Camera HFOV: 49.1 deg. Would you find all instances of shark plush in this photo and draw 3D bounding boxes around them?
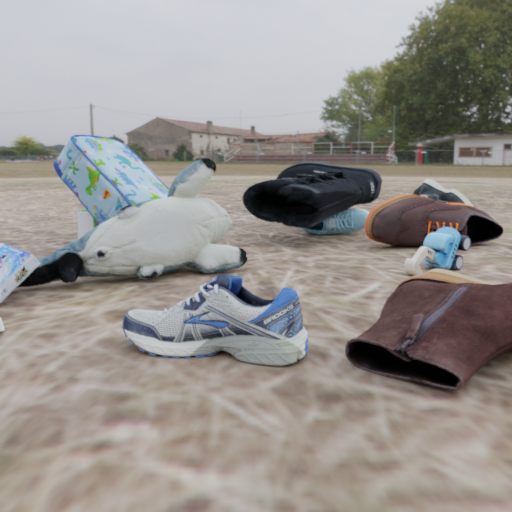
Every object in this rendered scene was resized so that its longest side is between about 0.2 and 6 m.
[{"bbox_3d":[-1.958,0.046,9.217,4.189,1.903,1.745,-33,8,-35],"label":"shark plush"}]

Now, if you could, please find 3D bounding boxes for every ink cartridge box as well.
[{"bbox_3d":[-3.362,-0.647,12.165,0.466,0.807,1.109,4,14,19],"label":"ink cartridge box"}]

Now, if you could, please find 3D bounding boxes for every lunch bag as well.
[{"bbox_3d":[-2.840,-1.422,11.908,2.516,1.037,2.022,46,24,12],"label":"lunch bag"}]

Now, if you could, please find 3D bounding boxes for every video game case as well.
[{"bbox_3d":[-3.508,0.249,7.599,0.926,0.210,0.839,13,56,39],"label":"video game case"}]

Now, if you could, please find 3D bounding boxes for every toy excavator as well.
[{"bbox_3d":[2.993,-0.059,9.472,1.129,1.098,0.564,28,-9,-39],"label":"toy excavator"}]

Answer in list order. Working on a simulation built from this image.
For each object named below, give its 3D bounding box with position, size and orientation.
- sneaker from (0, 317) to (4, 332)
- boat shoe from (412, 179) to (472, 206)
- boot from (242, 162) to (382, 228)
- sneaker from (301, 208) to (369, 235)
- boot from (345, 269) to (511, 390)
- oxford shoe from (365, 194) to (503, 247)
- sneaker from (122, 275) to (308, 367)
[{"bbox_3d":[-3.894,0.205,6.715,2.877,1.158,1.099,6,14,38],"label":"sneaker"},{"bbox_3d":[4.989,-1.152,15.057,1.147,1.219,3.394,-35,18,4],"label":"boat shoe"},{"bbox_3d":[0.907,-1.456,13.491,3.133,1.248,3.801,-1,16,35],"label":"boot"},{"bbox_3d":[1.895,-0.763,13.577,1.734,0.641,0.711,-8,8,21],"label":"sneaker"},{"bbox_3d":[2.260,0.786,5.266,2.344,0.848,1.950,9,26,36],"label":"boot"},{"bbox_3d":[3.784,-0.680,11.810,3.114,1.108,1.129,-4,16,-21],"label":"oxford shoe"},{"bbox_3d":[-0.424,0.560,5.650,1.927,0.821,0.742,2,10,12],"label":"sneaker"}]
